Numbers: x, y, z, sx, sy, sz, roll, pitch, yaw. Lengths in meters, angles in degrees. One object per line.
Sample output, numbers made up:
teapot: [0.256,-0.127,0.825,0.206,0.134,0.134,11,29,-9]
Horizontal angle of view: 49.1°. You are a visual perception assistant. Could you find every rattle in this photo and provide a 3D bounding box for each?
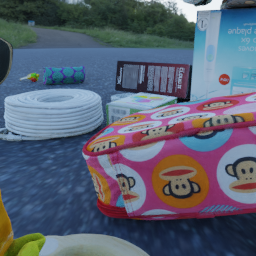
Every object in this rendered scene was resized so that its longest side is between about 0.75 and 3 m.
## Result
rattle: [-0.028,0.953,1.919,2.433,1.738,1.584,3,2,25]

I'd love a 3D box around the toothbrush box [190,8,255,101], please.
toothbrush box: [2.971,-1.712,7.721,2.117,2.891,1.233,14,24,32]

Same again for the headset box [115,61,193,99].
headset box: [1.347,-1.700,9.969,2.924,1.129,2.176,9,11,29]

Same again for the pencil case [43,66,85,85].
pencil case: [-3.027,-2.541,13.325,1.952,0.830,0.902,-6,48,-19]

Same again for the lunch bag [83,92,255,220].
lunch bag: [1.014,0.180,4.133,2.884,1.181,2.540,-9,15,19]

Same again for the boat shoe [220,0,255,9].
boat shoe: [3.091,-3.699,7.377,1.131,1.072,2.986,3,19,9]

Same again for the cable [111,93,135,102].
cable: [-0.038,-0.897,9.263,1.054,0.365,1.054,-14,23,-32]

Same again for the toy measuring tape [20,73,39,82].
toy measuring tape: [-4.850,-2.465,13.983,1.197,0.440,0.440,-11,13,26]

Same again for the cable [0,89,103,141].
cable: [-1.870,-0.461,7.198,2.457,0.851,2.458,-1,19,-3]

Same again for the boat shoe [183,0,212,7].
boat shoe: [1.766,-3.486,6.938,0.804,0.893,2.525,15,25,-10]

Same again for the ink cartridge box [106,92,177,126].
ink cartridge box: [0.567,-0.498,7.594,1.189,0.679,2.290,13,22,33]

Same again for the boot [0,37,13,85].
boot: [-3.996,-1.189,7.524,0.958,2.474,1.711,28,18,-20]
